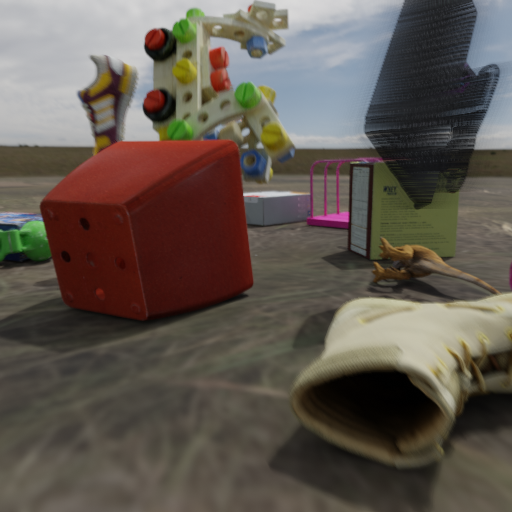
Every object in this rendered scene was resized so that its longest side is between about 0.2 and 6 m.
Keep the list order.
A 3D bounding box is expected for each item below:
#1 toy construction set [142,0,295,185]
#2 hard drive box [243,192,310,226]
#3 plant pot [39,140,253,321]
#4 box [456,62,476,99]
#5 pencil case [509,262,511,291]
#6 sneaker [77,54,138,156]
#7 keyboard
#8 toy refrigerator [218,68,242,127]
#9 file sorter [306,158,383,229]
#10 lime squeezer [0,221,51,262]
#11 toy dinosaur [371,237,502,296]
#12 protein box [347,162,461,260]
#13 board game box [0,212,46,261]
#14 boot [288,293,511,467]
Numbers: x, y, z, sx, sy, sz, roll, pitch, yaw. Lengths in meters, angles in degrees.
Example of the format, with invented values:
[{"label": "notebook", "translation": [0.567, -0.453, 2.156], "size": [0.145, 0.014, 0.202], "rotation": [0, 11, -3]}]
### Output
[{"label": "toy construction set", "translation": [-0.534, -2.928, 9.302], "size": [2.501, 3.815, 1.757], "rotation": [-9, -33, 20]}, {"label": "hard drive box", "translation": [0.362, -1.364, 15.888], "size": [1.605, 0.791, 2.060], "rotation": [9, 14, 44]}, {"label": "plant pot", "translation": [-1.453, -0.266, 7.093], "size": [2.061, 2.059, 1.816], "rotation": [6, 24, 30]}, {"label": "box", "translation": [3.743, -3.672, 12.004], "size": [0.302, 1.197, 1.675], "rotation": [-25, -8, -43]}, {"label": "pencil case", "translation": [4.256, 0.258, 6.941], "size": [2.095, 0.951, 0.981], "rotation": [-5, 41, -17]}, {"label": "sneaker", "translation": [-3.459, -3.105, 12.301], "size": [1.132, 2.513, 0.942], "rotation": [12, 4, -32]}, {"label": "keyboard", "translation": [2.621, -2.481, 7.461], "size": [0.782, 3.946, 2.054], "rotation": [-6, -38, 43]}, {"label": "toy refrigerator", "translation": [-0.832, -3.940, 13.753], "size": [0.484, 1.382, 0.525], "rotation": [-20, 7, -13]}, {"label": "file sorter", "translation": [3.010, -1.770, 15.340], "size": [1.980, 1.787, 2.849], "rotation": [8, 13, 40]}, {"label": "lime squeezer", "translation": [-4.507, -0.231, 9.956], "size": [3.984, 0.752, 1.407], "rotation": [-10, 15, -41]}, {"label": "toy dinosaur", "translation": [2.436, 0.098, 8.171], "size": [1.268, 0.721, 2.387], "rotation": [-1, 11, -11]}, {"label": "protein box", "translation": [2.772, -0.909, 10.686], "size": [1.744, 1.757, 1.185], "rotation": [-2, 11, -12]}, {"label": "board game box", "translation": [-4.674, -0.470, 11.270], "size": [2.251, 0.694, 2.250], "rotation": [5, 10, 26]}, {"label": "boot", "translation": [1.481, 0.808, 3.948], "size": [2.244, 0.817, 1.744], "rotation": [3, 10, 20]}]
